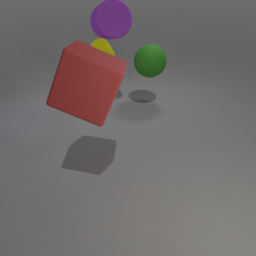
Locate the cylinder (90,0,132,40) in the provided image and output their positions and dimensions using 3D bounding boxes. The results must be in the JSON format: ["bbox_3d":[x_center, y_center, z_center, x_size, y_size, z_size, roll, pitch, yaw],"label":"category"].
[{"bbox_3d":[-0.689,-4.198,10.938,1.400,1.400,1.400,-8,18,-13],"label":"cylinder"}]

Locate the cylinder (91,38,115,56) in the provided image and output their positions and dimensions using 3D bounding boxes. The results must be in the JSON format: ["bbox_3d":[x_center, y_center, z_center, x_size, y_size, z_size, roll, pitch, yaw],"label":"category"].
[{"bbox_3d":[-0.946,-2.829,10.371,0.700,0.700,0.700,-8,67,20],"label":"cylinder"}]

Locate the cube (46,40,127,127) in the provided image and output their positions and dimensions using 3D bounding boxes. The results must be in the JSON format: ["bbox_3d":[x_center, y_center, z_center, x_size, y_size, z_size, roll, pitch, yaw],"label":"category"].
[{"bbox_3d":[-0.952,-1.121,6.810,1.400,1.400,1.400,22,23,-8],"label":"cube"}]

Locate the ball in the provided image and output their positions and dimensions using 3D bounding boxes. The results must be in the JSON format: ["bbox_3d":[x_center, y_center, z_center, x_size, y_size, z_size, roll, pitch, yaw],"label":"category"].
[{"bbox_3d":[0.951,-2.879,12.053,1.400,1.400,1.400,0,31,0],"label":"ball"}]
